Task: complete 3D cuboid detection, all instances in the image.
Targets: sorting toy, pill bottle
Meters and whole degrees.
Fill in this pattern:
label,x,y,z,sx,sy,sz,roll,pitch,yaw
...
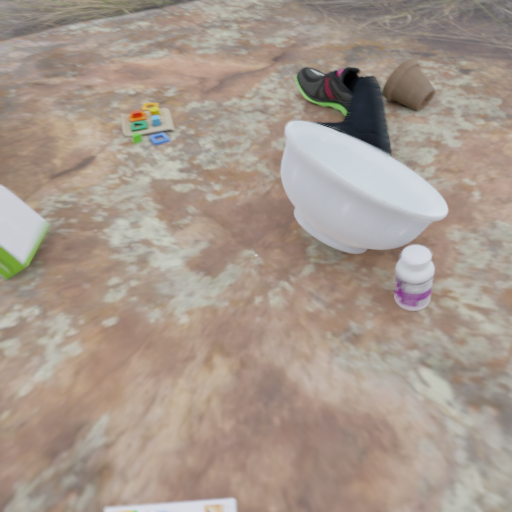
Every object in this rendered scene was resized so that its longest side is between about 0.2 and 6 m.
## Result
label,x,y,z,sx,sy,sz,roll,pitch,yaw
sorting toy,-2.698,-3.380,13.839,1.227,0.297,2.180,-9,41,-10
pill bottle,2.512,0.342,8.915,0.584,1.040,0.584,-5,44,5

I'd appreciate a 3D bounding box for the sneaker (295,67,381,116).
label,x,y,z,sx,sy,sz,roll,pitch,yaw
sneaker,2.170,-4.321,14.246,1.086,1.185,2.829,-30,49,-31

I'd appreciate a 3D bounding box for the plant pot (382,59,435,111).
label,x,y,z,sx,sy,sz,roll,pitch,yaw
plant pot,4.013,-4.300,14.434,1.173,1.173,1.023,-33,69,-32

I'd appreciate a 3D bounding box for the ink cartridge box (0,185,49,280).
label,x,y,z,sx,sy,sz,roll,pitch,yaw
ink cartridge box,-4.514,-0.580,9.543,0.614,1.620,1.198,-29,33,24

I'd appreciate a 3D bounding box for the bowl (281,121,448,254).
label,x,y,z,sx,sy,sz,roll,pitch,yaw
bowl,1.616,-1.016,9.830,3.110,1.398,3.110,22,26,-12

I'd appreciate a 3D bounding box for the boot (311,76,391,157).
label,x,y,z,sx,sy,sz,roll,pitch,yaw
boot,1.795,-2.958,12.429,2.017,0.917,2.401,-4,65,-1

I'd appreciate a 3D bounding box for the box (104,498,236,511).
label,x,y,z,sx,sy,sz,roll,pitch,yaw
box,-0.896,3.152,5.926,1.409,0.714,0.793,-3,40,-3
